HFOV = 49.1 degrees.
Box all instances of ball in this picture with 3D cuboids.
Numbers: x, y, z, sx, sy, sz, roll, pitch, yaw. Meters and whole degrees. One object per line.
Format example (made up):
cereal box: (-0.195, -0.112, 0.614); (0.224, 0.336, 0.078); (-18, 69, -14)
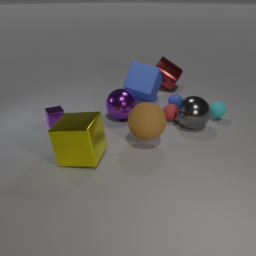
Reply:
ball: (0.687, -0.241, 10.184); (1.400, 1.400, 1.400); (0, 28, 0)
ball: (2.305, -1.315, 13.604); (0.700, 0.700, 0.700); (0, 28, 0)
ball: (2.722, -0.642, 11.672); (1.400, 1.400, 1.400); (0, 28, 0)
ball: (3.980, -0.826, 12.407); (0.700, 0.700, 0.700); (0, 28, 0)
ball: (1.890, -0.714, 12.377); (0.700, 0.700, 0.700); (0, 28, 0)
ball: (-0.294, -1.059, 12.495); (1.400, 1.400, 1.400); (0, 28, 0)

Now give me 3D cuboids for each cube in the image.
cube: (-1.652, 0.360, 9.573); (1.400, 1.400, 1.400); (-2, 27, 14)
cube: (-3.143, -0.482, 12.133); (0.700, 0.700, 0.700); (-13, 30, -22)
cube: (0.758, -2.225, 13.756); (1.400, 1.400, 1.400); (19, -7, 16)

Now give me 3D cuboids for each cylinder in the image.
cylinder: (2.131, -3.065, 15.789); (1.400, 1.400, 1.400); (33, 30, -4)
